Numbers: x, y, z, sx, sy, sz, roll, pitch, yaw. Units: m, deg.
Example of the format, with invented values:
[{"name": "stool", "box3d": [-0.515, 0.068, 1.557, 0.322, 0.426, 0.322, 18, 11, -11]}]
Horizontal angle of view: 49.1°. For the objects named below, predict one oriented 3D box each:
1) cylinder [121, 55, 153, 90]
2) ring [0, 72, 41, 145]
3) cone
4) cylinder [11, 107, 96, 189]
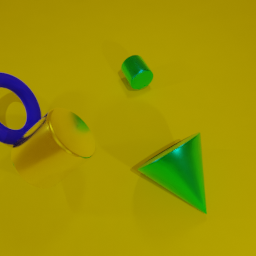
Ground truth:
[{"name": "cylinder", "box3d": [0.266, -1.634, 8.226, 0.735, 0.735, 0.735, -20, 57, -13]}, {"name": "ring", "box3d": [-2.847, -0.472, 6.743, 0.364, 1.820, 1.820, -20, 51, 27]}, {"name": "cone", "box3d": [1.322, 1.208, 6.267, 1.635, 1.635, 1.641, -29, 85, -18]}, {"name": "cylinder", "box3d": [-1.630, 0.449, 6.219, 1.334, 1.334, 1.334, -37, 55, 23]}]
